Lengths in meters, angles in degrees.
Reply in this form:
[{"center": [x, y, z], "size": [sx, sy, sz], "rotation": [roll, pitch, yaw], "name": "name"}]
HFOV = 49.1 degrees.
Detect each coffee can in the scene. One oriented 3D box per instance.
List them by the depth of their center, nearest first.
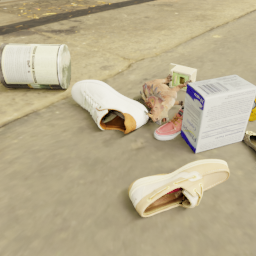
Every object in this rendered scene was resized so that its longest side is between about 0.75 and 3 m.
[{"center": [-3.507, -2.354, 10.736], "size": [2.315, 1.694, 1.694], "rotation": [1, 35, 2], "name": "coffee can"}]

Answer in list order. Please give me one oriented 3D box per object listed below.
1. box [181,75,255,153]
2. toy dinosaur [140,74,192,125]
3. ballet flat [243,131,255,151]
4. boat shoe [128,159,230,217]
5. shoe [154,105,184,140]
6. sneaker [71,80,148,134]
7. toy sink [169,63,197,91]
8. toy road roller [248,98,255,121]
[{"center": [2.470, -0.405, 7.874], "size": [1.658, 1.803, 0.946], "rotation": [-12, 37, -17], "name": "box"}, {"center": [0.974, -1.154, 9.393], "size": [1.727, 1.094, 2.548], "rotation": [-10, 26, -19], "name": "toy dinosaur"}, {"center": [3.693, 0.517, 7.820], "size": [0.530, 0.365, 1.573], "rotation": [-3, 35, -4], "name": "ballet flat"}, {"center": [1.239, 1.397, 6.216], "size": [2.394, 0.882, 0.828], "rotation": [-16, 40, -7], "name": "boat shoe"}, {"center": [1.488, -0.211, 8.533], "size": [1.617, 0.736, 0.578], "rotation": [-19, 39, -25], "name": "shoe"}, {"center": [-0.902, -0.707, 8.925], "size": [2.983, 1.086, 1.263], "rotation": [23, 39, 27], "name": "sneaker"}, {"center": [2.022, -1.995, 11.068], "size": [1.163, 0.758, 0.652], "rotation": [22, 41, 26], "name": "toy sink"}, {"center": [3.731, -0.558, 9.205], "size": [1.204, 0.879, 0.740], "rotation": [-30, 28, 23], "name": "toy road roller"}]
